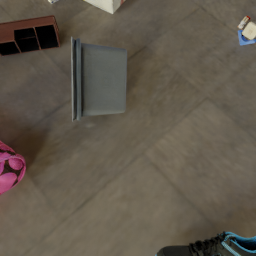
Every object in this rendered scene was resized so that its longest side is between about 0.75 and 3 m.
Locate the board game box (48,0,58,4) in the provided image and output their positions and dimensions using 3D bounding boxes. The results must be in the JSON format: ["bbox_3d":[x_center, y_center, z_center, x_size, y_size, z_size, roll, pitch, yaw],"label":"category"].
[{"bbox_3d":[-2.843,-5.237,10.448,0.833,0.212,1.239,-35,70,-15],"label":"board game box"}]

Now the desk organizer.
[{"bbox_3d":[-3.293,-2.994,9.145,2.016,0.723,0.776,-11,68,-5],"label":"desk organizer"}]

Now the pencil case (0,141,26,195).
[{"bbox_3d":[-4.175,0.607,7.143,2.996,1.359,1.403,26,28,14],"label":"pencil case"}]

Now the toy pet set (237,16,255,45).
[{"bbox_3d":[4.190,-3.080,9.369,1.304,0.692,1.217,40,37,13],"label":"toy pet set"}]

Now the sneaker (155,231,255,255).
[{"bbox_3d":[1.878,2.704,6.123,2.560,0.937,1.048,1,106,1],"label":"sneaker"}]

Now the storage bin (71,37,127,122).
[{"bbox_3d":[-0.843,-1.318,7.826,1.463,1.586,2.179,0,101,-12],"label":"storage bin"}]

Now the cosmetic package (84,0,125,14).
[{"bbox_3d":[-0.323,-5.767,10.098,1.543,1.302,2.984,32,69,13],"label":"cosmetic package"}]
